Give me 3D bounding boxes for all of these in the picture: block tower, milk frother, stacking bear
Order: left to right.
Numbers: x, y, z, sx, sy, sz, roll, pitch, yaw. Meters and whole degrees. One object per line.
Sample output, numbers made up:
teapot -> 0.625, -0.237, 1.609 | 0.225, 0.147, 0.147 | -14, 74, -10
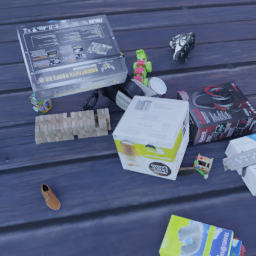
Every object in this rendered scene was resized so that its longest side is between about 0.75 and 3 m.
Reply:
block tower -> -2.182, -0.089, 11.032 | 2.961, 0.856, 0.800 | -8, 50, -6
milk frother -> -0.363, -0.997, 11.490 | 2.314, 2.220, 2.460 | 39, 103, 28
stacking bear -> 2.855, 3.579, 8.135 | 0.869, 0.528, 0.494 | -20, 47, -8

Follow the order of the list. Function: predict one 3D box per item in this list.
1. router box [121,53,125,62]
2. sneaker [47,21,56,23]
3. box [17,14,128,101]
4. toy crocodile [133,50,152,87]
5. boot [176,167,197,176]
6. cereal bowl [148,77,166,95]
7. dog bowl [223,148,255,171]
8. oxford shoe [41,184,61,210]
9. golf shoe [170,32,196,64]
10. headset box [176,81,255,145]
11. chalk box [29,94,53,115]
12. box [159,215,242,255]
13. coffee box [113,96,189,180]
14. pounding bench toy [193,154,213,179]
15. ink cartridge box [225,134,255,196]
router box -> -1.037, -3.604, 14.346 | 1.425, 0.372, 1.120 | -25, 54, -20
sneaker -> -2.104, -3.065, 10.026 | 0.955, 1.135, 2.896 | -41, 74, -3
box -> -1.653, -2.174, 8.424 | 2.776, 0.671, 2.199 | -16, 74, -17
toy crocodile -> 0.555, -2.451, 12.825 | 0.822, 0.751, 2.434 | 2, 68, 18
boot -> 1.845, 1.467, 9.984 | 1.164, 0.428, 0.439 | -5, 43, 0
cereal bowl -> 1.272, -1.828, 12.707 | 0.915, 0.381, 0.915 | 17, 55, -26
dog bowl -> 2.403, 0.646, 5.840 | 0.884, 0.884, 0.259 | -18, 80, -15
oxford shoe -> -2.604, 2.284, 9.294 | 0.374, 0.374, 1.049 | -32, 58, -26
golf shoe -> 2.660, -4.120, 14.549 | 1.197, 0.985, 2.534 | 11, 43, 25
headset box -> 3.362, -0.628, 11.320 | 2.854, 1.071, 2.121 | -11, 50, -9
chalk box -> -3.706, -1.167, 11.857 | 0.607, 0.972, 0.602 | 28, 55, 22
box -> 2.062, 3.369, 7.961 | 2.052, 0.489, 1.251 | 7, 47, 27
coffee box -> 0.914, 0.315, 9.740 | 1.978, 1.959, 1.981 | 9, 48, 22
pounding bench toy -> 2.623, 1.397, 9.986 | 0.586, 0.467, 0.751 | 17, 52, 15
ink cartridge box -> 4.616, 1.225, 9.897 | 1.401, 0.808, 1.931 | -13, 51, -11
